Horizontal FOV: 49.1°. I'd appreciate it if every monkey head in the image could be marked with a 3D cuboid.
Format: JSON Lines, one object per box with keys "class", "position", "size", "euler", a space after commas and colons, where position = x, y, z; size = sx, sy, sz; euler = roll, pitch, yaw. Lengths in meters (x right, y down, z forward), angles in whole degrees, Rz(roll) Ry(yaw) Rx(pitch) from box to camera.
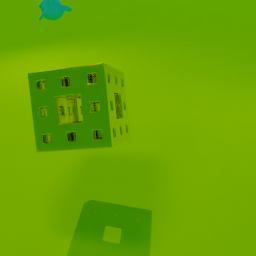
{"class": "monkey head", "position": [-2.059, -3.333, 7.662], "size": [1.012, 0.728, 0.610], "euler": [-29, 85, -25]}

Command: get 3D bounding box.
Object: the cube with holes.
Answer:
{"class": "cube with holes", "position": [-0.745, -0.319, 4.747], "size": [1.229, 1.229, 1.229], "euler": [-5, 3, 13]}
